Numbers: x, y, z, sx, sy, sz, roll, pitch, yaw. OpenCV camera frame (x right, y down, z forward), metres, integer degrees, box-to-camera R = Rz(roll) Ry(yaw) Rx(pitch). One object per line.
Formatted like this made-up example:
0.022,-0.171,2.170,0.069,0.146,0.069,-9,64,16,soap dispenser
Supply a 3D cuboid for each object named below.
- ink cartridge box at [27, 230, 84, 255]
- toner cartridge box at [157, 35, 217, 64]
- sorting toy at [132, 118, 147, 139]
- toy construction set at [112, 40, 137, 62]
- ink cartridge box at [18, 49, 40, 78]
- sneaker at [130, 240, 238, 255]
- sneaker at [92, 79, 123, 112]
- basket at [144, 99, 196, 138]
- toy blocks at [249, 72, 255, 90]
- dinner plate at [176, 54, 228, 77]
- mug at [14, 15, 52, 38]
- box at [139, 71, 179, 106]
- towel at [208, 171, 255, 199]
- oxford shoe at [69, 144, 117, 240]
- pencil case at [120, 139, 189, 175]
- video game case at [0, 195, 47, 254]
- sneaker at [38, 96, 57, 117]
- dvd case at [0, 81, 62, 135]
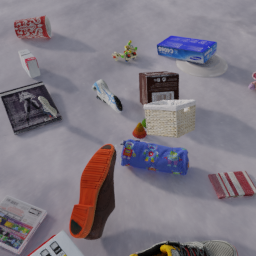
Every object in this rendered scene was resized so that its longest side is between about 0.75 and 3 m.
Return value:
-2.122,3.762,5.747,2.998,1.257,2.632,-34,52,-30,ink cartridge box
2.911,-3.985,14.054,2.727,0.589,1.296,24,52,38,toner cartridge box
0.745,-0.295,10.567,0.565,0.561,1.629,26,50,25,sorting toy
-0.095,-3.852,14.259,1.430,0.659,0.938,-37,78,-23,toy construction set
-4.675,-3.074,13.262,0.507,0.882,1.215,-24,48,-24,ink cartridge box
1.222,3.184,6.421,2.869,1.179,1.117,-9,44,-11,sneaker
-0.850,-1.244,11.603,0.704,0.698,1.941,-42,57,7,sneaker
1.138,-0.281,7.393,1.055,0.848,1.045,3,14,40,basket
5.929,-2.058,11.627,1.388,1.649,1.541,-28,49,-34,toy blocks
3.687,-3.343,14.009,2.573,0.312,2.573,-1,44,1,dinner plate
-5.369,-5.617,16.036,1.798,1.596,1.199,-6,80,0,mug
1.172,-1.513,10.932,1.274,1.261,1.535,-6,16,-7,box
3.250,1.750,8.708,1.278,0.145,0.921,-4,41,-7,towel
-0.759,1.700,7.611,0.913,0.931,2.566,2,67,47,oxford shoe
0.855,0.912,9.030,2.232,0.871,0.969,9,67,7,pencil case
-3.195,2.624,7.763,1.408,0.162,1.283,16,46,15,video game case
-3.136,-0.768,10.607,0.390,0.922,0.346,-26,26,23,sneaker
-3.971,-0.886,11.328,1.849,0.199,2.486,-21,53,-21,dvd case
